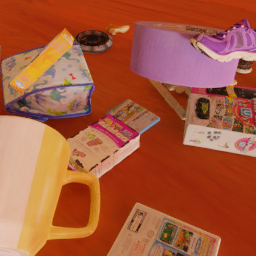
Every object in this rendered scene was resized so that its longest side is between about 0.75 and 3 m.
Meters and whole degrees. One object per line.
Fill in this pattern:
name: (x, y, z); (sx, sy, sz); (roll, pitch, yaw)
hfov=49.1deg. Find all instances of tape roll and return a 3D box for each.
tape roll: (1.394, -1.904, 6.924); (2.603, 1.106, 2.603); (4, 25, -2)

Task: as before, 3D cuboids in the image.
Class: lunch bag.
lunch bag: (-2.516, -1.406, 8.606); (2.520, 1.606, 2.143); (-8, 51, -22)

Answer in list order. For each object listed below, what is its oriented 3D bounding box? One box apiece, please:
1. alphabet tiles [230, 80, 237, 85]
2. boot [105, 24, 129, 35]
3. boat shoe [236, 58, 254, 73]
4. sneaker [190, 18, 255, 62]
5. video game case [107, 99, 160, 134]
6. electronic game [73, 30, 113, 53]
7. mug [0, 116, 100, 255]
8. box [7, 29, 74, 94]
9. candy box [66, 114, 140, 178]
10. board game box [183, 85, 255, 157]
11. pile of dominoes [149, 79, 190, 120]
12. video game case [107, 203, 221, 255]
alphabet tiles: (2.883, -1.779, 9.938); (1.939, 0.145, 1.983); (-17, 53, -29)
boot: (-0.519, -4.839, 13.458); (1.004, 0.353, 0.719); (-26, 54, -18)
boat shoe: (4.414, -3.208, 11.311); (0.952, 0.822, 2.620); (-1, 42, -1)
sneaker: (1.910, -1.704, 5.276); (1.732, 0.722, 0.698); (-10, 41, -28)
video game case: (0.155, -0.368, 8.688); (1.378, 0.123, 0.986); (34, 52, 31)
electronic game: (-1.546, -3.804, 12.306); (1.763, 0.367, 1.763); (2, 45, -2)
mug: (-2.078, 1.291, 5.423); (2.790, 2.234, 2.290); (-6, 50, 3)
box: (-2.012, -1.499, 6.448); (1.803, 0.374, 1.073); (-41, 24, 12)
candy box: (-0.732, 0.485, 7.406); (1.819, 0.555, 1.240); (-33, 52, -32)
board game box: (3.081, -0.285, 7.922); (2.783, 0.895, 2.053); (10, 46, 8)
pile of dominoes: (1.932, -1.215, 9.623); (1.823, 0.372, 2.339); (-17, 53, -21)
video game case: (0.575, 2.605, 5.296); (1.892, 0.246, 2.078); (18, 44, 19)
